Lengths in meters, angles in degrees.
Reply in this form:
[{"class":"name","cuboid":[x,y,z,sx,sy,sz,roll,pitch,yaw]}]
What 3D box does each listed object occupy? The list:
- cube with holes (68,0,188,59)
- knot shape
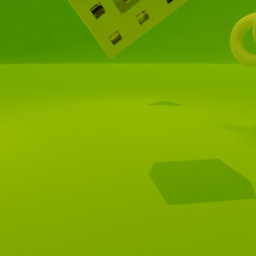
[{"class":"cube with holes","cuboid":[-0.243,-1.990,3.589,1.265,1.265,1.265,-36,48,5]},{"class":"knot shape","cuboid":[3.594,-2.471,6.781,2.045,1.913,0.945,0,54,15]}]
